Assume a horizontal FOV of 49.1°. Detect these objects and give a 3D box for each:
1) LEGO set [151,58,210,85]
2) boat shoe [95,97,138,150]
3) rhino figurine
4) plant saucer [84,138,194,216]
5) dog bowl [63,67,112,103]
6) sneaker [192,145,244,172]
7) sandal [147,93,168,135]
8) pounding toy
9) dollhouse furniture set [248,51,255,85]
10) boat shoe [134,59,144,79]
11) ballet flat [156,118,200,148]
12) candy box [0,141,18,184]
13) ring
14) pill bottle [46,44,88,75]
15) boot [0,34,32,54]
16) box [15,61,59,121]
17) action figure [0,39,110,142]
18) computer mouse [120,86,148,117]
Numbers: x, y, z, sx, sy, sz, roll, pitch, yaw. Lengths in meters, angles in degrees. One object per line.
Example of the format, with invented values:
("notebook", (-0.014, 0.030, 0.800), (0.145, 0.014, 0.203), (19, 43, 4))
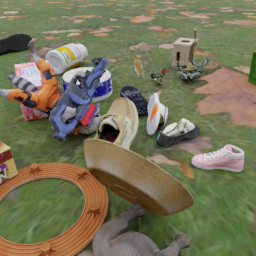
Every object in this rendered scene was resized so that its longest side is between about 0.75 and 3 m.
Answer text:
("LEGO set", (2.118, -2.083, 11.016), (2.400, 0.680, 1.559), (-12, 29, 5))
("boat shoe", (-0.316, 0.065, 6.417), (0.841, 0.754, 2.271), (-12, 48, 25))
("rhino figurine", (0.451, 2.010, 4.056), (2.345, 0.701, 1.025), (26, 42, 34))
("plant saucer", (0.054, 0.897, 4.535), (2.016, 2.016, 0.357), (20, 66, 29))
("dog bowl", (-1.421, -1.546, 9.882), (1.717, 0.676, 1.717), (0, 32, 0))
("sneaker", (2.070, 0.635, 6.408), (1.159, 0.606, 0.436), (5, 34, 11))
("sandal", (0.896, -0.430, 8.054), (0.502, 0.671, 1.751), (22, 37, -11))
("pounding toy", (2.526, -3.616, 12.397), (0.810, 1.555, 1.770), (13, 34, 21))
("dollhouse furniture set", (5.761, -1.918, 9.982), (1.561, 1.196, 2.383), (-10, 33, -16))
("boat shoe", (0.395, -2.206, 10.500), (0.304, 0.298, 0.859), (-7, 58, -5))
("ballet flat", (1.382, 0.076, 7.394), (1.496, 0.512, 0.509), (-21, 36, -31))
("candy box", (-3.952, 0.604, 6.241), (2.746, 0.775, 1.602), (21, 38, 36))
("ring", (-1.698, 1.459, 5.393), (2.646, 0.254, 2.646), (-1, 31, 0))
("pill bottle", (-2.545, -3.027, 11.991), (0.996, 0.996, 1.793), (16, 34, 24))
("boot", (-6.383, -4.403, 14.469), (2.521, 0.853, 1.647), (-26, 34, -38))
("box", (-2.930, -1.279, 9.048), (1.170, 1.080, 2.281), (-12, 34, -19))
("action figure", (-1.757, -0.975, 7.553), (2.835, 1.533, 2.931), (41, 53, -10))
("computer mouse", (0.189, -0.807, 9.024), (1.046, 0.398, 1.510), (-11, 45, -21))
